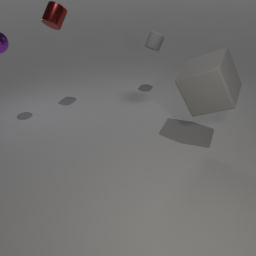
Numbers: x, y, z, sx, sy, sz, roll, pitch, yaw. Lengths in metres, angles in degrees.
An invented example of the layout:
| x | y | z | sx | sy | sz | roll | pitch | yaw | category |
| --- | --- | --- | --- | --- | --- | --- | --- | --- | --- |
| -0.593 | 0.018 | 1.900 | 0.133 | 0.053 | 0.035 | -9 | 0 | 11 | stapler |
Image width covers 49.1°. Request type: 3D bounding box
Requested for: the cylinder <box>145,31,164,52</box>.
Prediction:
| x | y | z | sx | sy | sz | roll | pitch | yaw | category |
| --- | --- | --- | --- | --- | --- | --- | --- | --- | --- |
| 1.184 | -3.874 | 12.520 | 0.700 | 0.700 | 0.700 | 20 | 13 | -5 | cylinder |

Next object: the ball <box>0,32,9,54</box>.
| x | y | z | sx | sy | sz | roll | pitch | yaw | category |
| --- | --- | --- | --- | --- | --- | --- | --- | --- | --- |
| -4.191 | -2.724 | 8.947 | 0.700 | 0.700 | 0.700 | 0 | 30 | 0 | ball |

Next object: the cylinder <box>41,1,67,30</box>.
| x | y | z | sx | sy | sz | roll | pitch | yaw | category |
| --- | --- | --- | --- | --- | --- | --- | --- | --- | --- |
| -2.562 | -3.900 | 9.747 | 0.700 | 0.700 | 0.700 | 21 | -3 | 1 | cylinder |

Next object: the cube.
| x | y | z | sx | sy | sz | roll | pitch | yaw | category |
| --- | --- | --- | --- | --- | --- | --- | --- | --- | --- |
| 2.533 | -1.406 | 8.714 | 1.400 | 1.400 | 1.400 | -11 | 31 | 38 | cube |
